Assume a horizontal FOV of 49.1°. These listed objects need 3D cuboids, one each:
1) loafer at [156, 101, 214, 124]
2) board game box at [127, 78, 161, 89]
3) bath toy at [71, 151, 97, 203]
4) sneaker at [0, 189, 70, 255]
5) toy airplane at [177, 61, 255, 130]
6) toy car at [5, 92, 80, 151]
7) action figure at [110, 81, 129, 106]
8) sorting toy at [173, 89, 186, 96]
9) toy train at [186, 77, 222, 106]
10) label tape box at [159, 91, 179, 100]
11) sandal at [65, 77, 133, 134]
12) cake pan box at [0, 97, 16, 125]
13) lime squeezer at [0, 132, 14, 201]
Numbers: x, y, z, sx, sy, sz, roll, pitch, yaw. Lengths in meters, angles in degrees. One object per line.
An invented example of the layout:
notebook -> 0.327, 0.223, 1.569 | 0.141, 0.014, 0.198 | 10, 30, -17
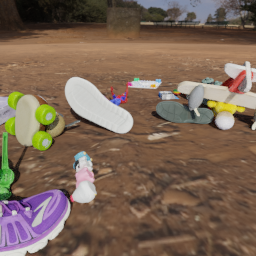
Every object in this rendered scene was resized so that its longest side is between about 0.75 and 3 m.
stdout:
loafer -> 2.052, -0.514, 10.263 | 2.046, 0.735, 0.643 | 12, 3, 12
board game box -> 0.950, -2.599, 16.128 | 1.682, 0.218, 1.682 | 6, 22, 15
bath toy -> -0.973, 1.117, 6.031 | 0.530, 0.624, 1.435 | -34, 26, 6
sneaker -> -2.125, 1.463, 4.353 | 2.557, 1.067, 1.031 | -13, 25, -32
toy airplane -> 3.431, -0.917, 9.351 | 2.775, 1.958, 2.763 | 3, -15, 44
toy car -> -2.443, -0.287, 8.638 | 1.588, 1.525, 1.933 | 22, 18, 30
action figure -> -0.504, -1.377, 11.896 | 0.695, 1.055, 2.131 | 7, 19, 17
sorting toy -> 3.150, -1.840, 13.968 | 2.011, 0.340, 0.969 | -3, 21, -7
toy train -> 3.623, -1.503, 12.391 | 1.330, 0.995, 2.334 | -22, 30, -17
label tape box -> 1.949, -1.563, 13.355 | 0.842, 0.266, 0.607 | -4, 21, -9
sandal -> -1.007, -0.677, 9.398 | 2.659, 1.082, 0.653 | 38, 9, 8
cake pan box -> -5.472, -0.603, 10.360 | 2.273, 0.646, 2.468 | 0, 21, 7
lime squeezer -> -2.596, 1.148, 5.811 | 0.396, 0.742, 2.100 | 10, 48, -20
